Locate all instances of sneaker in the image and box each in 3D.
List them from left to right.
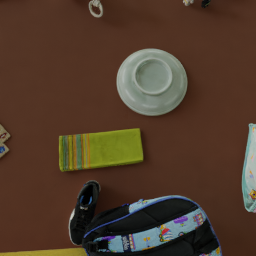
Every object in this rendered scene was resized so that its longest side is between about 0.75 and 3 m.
[{"bbox_3d":[-1.259,2.329,7.688,0.672,1.029,1.839,13,78,1],"label":"sneaker"}]

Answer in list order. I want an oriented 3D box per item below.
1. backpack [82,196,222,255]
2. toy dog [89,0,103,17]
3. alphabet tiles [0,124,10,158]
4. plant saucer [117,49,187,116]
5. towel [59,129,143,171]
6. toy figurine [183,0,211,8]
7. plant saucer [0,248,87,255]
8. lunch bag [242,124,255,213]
[{"bbox_3d":[0.650,2.949,6.951,2.880,1.937,2.629,-25,87,-2],"label":"backpack"},{"bbox_3d":[-1.257,-4.767,9.310,2.024,1.335,0.975,35,41,3],"label":"toy dog"},{"bbox_3d":[-4.595,0.553,8.583,1.836,0.069,1.535,-44,81,-9],"label":"alphabet tiles"},{"bbox_3d":[0.767,-1.539,8.781,2.266,0.569,2.266,0,77,0],"label":"plant saucer"},{"bbox_3d":[-0.828,0.644,8.480,2.509,0.227,1.080,-6,79,-2],"label":"towel"},{"bbox_3d":[2.363,-4.650,9.369,1.022,0.722,1.038,10,78,2],"label":"toy figurine"},{"bbox_3d":[-1.953,4.446,6.535,2.912,0.706,2.912,10,67,-30],"label":"plant saucer"},{"bbox_3d":[4.451,1.220,7.689,2.195,1.572,2.577,8,86,-1],"label":"lunch bag"}]
